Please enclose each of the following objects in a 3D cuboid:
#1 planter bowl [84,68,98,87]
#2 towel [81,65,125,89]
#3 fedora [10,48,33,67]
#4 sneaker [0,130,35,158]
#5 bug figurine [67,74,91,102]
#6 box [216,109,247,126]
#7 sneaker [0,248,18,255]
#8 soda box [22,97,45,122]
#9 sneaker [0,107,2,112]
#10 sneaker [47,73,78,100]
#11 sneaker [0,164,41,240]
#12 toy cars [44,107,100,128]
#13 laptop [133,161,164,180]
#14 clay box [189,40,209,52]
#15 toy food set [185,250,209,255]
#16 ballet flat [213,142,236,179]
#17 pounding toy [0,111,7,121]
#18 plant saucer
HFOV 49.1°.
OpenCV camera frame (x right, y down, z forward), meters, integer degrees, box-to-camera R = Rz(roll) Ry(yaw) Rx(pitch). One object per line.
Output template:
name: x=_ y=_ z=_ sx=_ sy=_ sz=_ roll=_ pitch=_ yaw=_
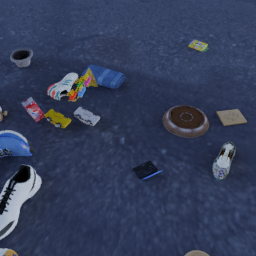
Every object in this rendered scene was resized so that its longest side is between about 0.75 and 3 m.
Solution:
planter bowl: x=-1.438 y=-1.833 z=10.490 sx=0.317 sy=0.761 sz=0.761 roll=-23 pitch=46 yaw=3
towel: x=-1.224 y=-2.486 z=13.774 sx=1.980 sy=0.481 sz=1.106 roll=20 pitch=48 yaw=18
fedora: x=-5.607 y=-3.680 z=14.921 sx=1.164 sy=0.594 sz=1.316 roll=-9 pitch=47 yaw=-8
sneaker: x=-4.746 y=0.848 z=10.020 sx=2.909 sy=1.143 sz=1.297 roll=1 pitch=51 yaw=12
bug figurine: x=-1.732 y=-1.432 z=10.142 sx=1.328 sy=0.342 sz=1.030 roll=-5 pitch=56 yaw=60
box: x=4.392 y=-0.466 z=11.946 sx=1.029 sy=0.109 sz=0.841 roll=-8 pitch=44 yaw=-7
sneaker: x=-3.658 y=4.138 z=6.808 sx=1.051 sy=0.898 sz=2.385 roll=-2 pitch=39 yaw=23
soda box: x=-3.784 y=-0.717 z=11.266 sx=0.459 sy=1.311 sz=0.416 roll=-37 pitch=75 yaw=-12
sneaker: x=-6.089 y=-1.093 z=12.300 sx=1.503 sy=0.545 sz=0.857 roll=11 pitch=42 yaw=11
sneaker: x=-2.865 y=-1.889 z=13.134 sx=0.854 sy=0.643 sz=1.828 roll=36 pitch=54 yaw=16
sneaker: x=-3.646 y=2.186 z=8.572 sx=0.933 sy=1.013 sz=2.531 roll=13 pitch=47 yaw=11
toy cars: x=-2.283 y=-0.357 z=11.589 sx=2.223 sy=0.492 sz=0.996 roll=-5 pitch=53 yaw=-10
laptop: x=0.699 y=1.445 z=9.721 sx=0.772 sy=0.450 sz=0.871 roll=-21 pitch=48 yaw=-21
clay box: x=4.150 y=-4.799 z=16.326 sx=1.043 sy=0.248 sz=0.599 roll=28 pitch=51 yaw=27
toy food set: x=1.891 y=3.761 z=7.479 sx=0.947 sy=0.230 sz=0.938 roll=-34 pitch=53 yaw=-30
ballet flat: x=3.453 y=1.071 z=10.024 sx=0.599 sy=0.599 sz=1.666 roll=21 pitch=48 yaw=20
pounding toy: x=-5.533 y=-0.464 z=11.869 sx=0.852 sy=0.488 sz=0.487 roll=-3 pitch=71 yaw=10
plant saucer: x=2.435 y=-0.378 z=11.726 sx=1.931 sy=0.310 sz=1.931 roll=1 pitch=44 yaw=-1
